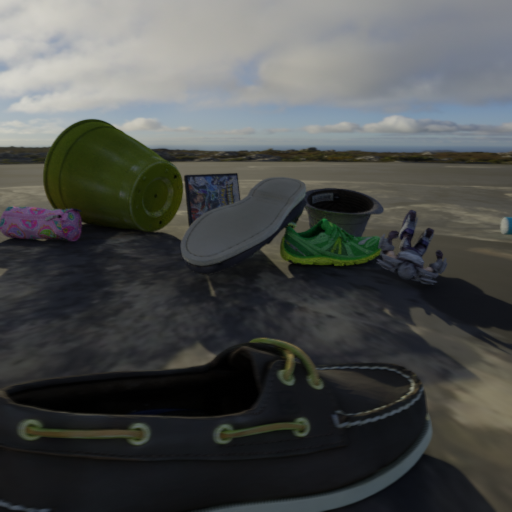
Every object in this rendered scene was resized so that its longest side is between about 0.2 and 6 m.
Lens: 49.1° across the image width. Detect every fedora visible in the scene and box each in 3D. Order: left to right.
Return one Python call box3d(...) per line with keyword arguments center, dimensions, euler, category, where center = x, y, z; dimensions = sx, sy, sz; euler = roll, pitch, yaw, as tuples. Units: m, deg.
box3d(center=(1.600, -0.708, 11.062), dimensions=(1.721, 0.878, 1.945), euler=(3, 21, -1), category="fedora")

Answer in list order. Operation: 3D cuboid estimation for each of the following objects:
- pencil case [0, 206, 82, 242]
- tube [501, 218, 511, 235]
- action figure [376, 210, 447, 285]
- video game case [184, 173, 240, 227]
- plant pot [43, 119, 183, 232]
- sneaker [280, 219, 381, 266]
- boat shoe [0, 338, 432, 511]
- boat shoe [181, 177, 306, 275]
box3d(center=(-4.414, -0.676, 11.509), dimensions=(1.663, 0.727, 0.727), euler=(4, 12, 19), category="pencil case")
box3d(center=(5.783, -0.598, 11.507), dimensions=(1.380, 0.534, 0.348), euler=(1, 49, 3), category="tube")
box3d(center=(2.324, -0.087, 8.375), dimensions=(1.004, 0.535, 1.543), euler=(31, 33, 3), category="action figure")
box3d(center=(-0.925, -1.144, 12.287), dimensions=(1.192, 1.318, 0.168), euler=(-5, -6, -16), category="video game case")
box3d(center=(-3.066, -1.638, 12.817), dimensions=(2.422, 2.515, 2.515), euler=(22, 22, 32), category="plant pot")
box3d(center=(1.298, -0.236, 9.332), dimensions=(1.794, 0.750, 0.665), euler=(-2, 11, -10), category="sneaker")
box3d(center=(-0.075, 0.974, 3.352), dimensions=(2.834, 0.853, 1.010), euler=(-6, 13, -26), category="boat shoe")
box3d(center=(-0.070, -0.332, 9.154), dimensions=(1.181, 1.019, 3.250), euler=(16, 32, 23), category="boat shoe")
